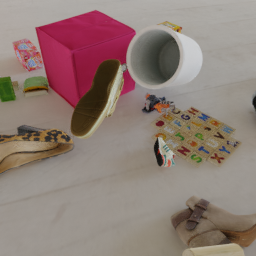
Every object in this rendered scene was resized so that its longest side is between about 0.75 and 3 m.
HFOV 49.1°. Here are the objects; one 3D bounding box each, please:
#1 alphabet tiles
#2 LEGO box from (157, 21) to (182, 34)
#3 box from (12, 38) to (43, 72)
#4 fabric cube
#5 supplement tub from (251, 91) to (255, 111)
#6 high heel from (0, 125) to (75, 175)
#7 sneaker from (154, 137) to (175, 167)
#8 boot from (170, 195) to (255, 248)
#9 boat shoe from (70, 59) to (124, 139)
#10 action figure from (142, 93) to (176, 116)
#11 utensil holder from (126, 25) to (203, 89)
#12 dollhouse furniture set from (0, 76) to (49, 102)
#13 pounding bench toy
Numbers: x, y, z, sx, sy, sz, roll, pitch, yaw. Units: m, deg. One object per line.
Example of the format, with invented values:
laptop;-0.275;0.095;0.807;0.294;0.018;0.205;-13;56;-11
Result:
alphabet tiles;2.131;0.172;9.002;2.655;0.084;2.210;33;52;31
LEGO box;2.104;-5.080;14.528;0.843;0.437;1.131;-30;50;-29
box;-4.380;-3.202;12.206;0.744;0.776;1.558;-24;48;-24
fabric cube;-1.429;-2.455;10.129;2.505;2.466;2.513;-28;49;-28
supplement tub;4.748;-0.591;9.183;0.971;0.971;1.586;1;43;1
high heel;-2.902;0.796;7.561;2.040;1.022;2.862;12;34;22
sneaker;1.095;0.729;8.251;0.516;0.388;1.103;12;37;-15
boot;2.106;2.095;6.476;2.115;0.743;1.547;-19;36;-32
boat shoe;-0.701;-0.713;7.717;0.946;0.848;2.556;11;63;29
action figure;1.109;-0.934;9.820;1.188;0.642;1.228;28;47;25
utensil holder;1.342;-2.305;9.476;1.925;1.925;2.266;25;21;25
dollhouse furniture set;-3.960;-1.783;10.545;1.801;0.904;1.180;-10;43;-12
pounding bench toy;1.135;3.176;3.572;1.823;2.934;2.289;-7;42;-8
